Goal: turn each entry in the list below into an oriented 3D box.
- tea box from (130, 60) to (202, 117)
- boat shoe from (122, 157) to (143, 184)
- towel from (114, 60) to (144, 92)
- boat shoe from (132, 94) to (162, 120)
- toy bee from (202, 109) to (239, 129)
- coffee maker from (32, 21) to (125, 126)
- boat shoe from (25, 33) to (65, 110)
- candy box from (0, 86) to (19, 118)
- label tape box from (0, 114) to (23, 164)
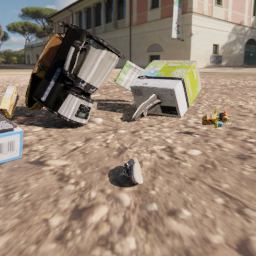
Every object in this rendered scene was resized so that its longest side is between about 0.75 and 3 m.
[{"bbox_3d":[1.457,-1.546,10.557,1.927,1.288,1.896,10,45,35],"label":"tea box"},{"bbox_3d":[0.063,0.763,4.802,0.289,0.335,0.923,-22,10,5],"label":"boat shoe"},{"bbox_3d":[0.304,-2.181,12.604,1.570,1.171,0.241,23,17,-30],"label":"towel"},{"bbox_3d":[0.661,-0.649,9.362,0.393,0.461,1.379,36,55,12],"label":"boat shoe"},{"bbox_3d":[2.377,-0.282,7.255,0.898,0.488,0.588,-15,51,-1],"label":"toy bee"},{"bbox_3d":[-1.663,-1.672,8.746,1.733,2.573,2.472,26,9,-38],"label":"coffee maker"},{"bbox_3d":[-2.710,-1.838,9.512,1.010,2.806,0.954,23,17,-4],"label":"boat shoe"},{"bbox_3d":[-4.077,-0.893,9.669,0.271,0.566,0.980,4,56,-1],"label":"candy box"},{"bbox_3d":[-3.472,0.061,5.742,2.220,0.734,1.590,29,28,32],"label":"label tape box"}]
